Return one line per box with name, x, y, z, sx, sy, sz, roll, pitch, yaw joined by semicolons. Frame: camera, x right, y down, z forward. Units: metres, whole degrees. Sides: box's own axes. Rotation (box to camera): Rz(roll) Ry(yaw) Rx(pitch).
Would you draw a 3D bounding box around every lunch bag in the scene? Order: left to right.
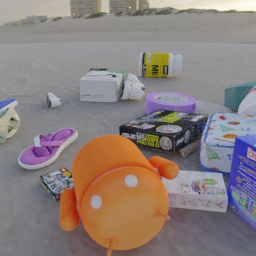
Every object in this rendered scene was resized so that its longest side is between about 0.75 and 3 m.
lunch bag;3.337;0.424;8.416;2.381;1.123;2.971;5;22;21

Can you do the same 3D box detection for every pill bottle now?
pill bottle;2.298;-4.463;19.804;2.921;1.669;1.669;3;22;8
pill bottle;5.070;-0.683;10.470;1.608;1.608;2.864;13;26;29

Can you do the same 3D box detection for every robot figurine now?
robot figurine;-0.208;1.181;5.695;2.089;1.694;2.905;12;18;-21

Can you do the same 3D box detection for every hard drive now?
hard drive;-5.839;-0.459;11.038;1.807;0.347;2.739;-12;20;12

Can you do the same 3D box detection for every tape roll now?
tape roll;1.852;-0.979;12.301;2.171;0.712;2.171;3;22;-1

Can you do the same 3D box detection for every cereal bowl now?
cereal bowl;3.434;-0.654;11.459;1.436;0.598;1.436;16;4;-1

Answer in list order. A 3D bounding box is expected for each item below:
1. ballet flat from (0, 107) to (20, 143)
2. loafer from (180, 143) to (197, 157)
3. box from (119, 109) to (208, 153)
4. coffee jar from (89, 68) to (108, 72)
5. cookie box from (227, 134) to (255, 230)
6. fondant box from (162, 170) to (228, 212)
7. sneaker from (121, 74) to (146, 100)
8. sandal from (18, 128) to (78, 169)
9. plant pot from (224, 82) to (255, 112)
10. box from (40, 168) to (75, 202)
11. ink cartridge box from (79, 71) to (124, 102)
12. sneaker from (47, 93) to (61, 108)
ballet flat;-4.457;-0.113;10.404;0.828;0.828;2.384;-2;23;-4
loafer;1.936;0.693;8.918;0.308;0.270;0.857;-14;3;45
box;1.314;-0.003;9.833;2.133;0.589;2.663;9;22;36
coffee jar;-2.108;-3.976;20.084;1.316;0.561;0.686;4;30;10
cookie box;2.785;1.173;5.661;0.647;1.721;1.472;-8;23;-19
fondant box;1.536;1.459;6.692;1.473;0.429;1.063;2;22;10
sneaker;0.335;-2.144;15.114;1.197;1.110;2.954;12;26;-2
sandal;-2.544;0.438;8.925;1.097;0.662;2.695;6;23;14
plant pot;5.456;-1.396;12.785;1.878;1.327;1.328;10;23;40
box;-1.707;1.406;7.122;0.728;0.212;1.064;-15;26;-33
ink cartridge box;-1.358;-2.306;15.120;2.000;1.133;2.728;2;22;5
sneaker;-3.642;-1.330;13.732;0.623;0.533;1.431;3;26;-25
